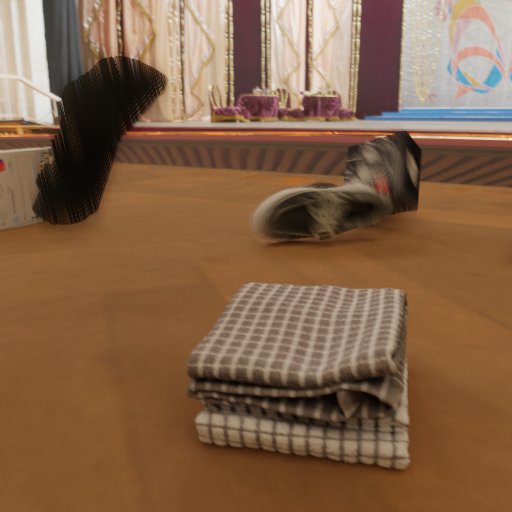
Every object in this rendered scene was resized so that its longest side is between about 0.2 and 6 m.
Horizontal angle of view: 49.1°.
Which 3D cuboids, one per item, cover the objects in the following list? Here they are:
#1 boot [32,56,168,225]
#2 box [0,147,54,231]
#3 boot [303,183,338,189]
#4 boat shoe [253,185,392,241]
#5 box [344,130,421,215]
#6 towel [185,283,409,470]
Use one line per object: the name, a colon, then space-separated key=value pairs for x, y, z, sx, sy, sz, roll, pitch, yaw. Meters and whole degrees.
boot: x=-1.774 y=-1.303 z=6.319 sx=0.713 sy=1.570 sz=1.868 roll=29 pitch=34 yaw=-3
box: x=-4.477 y=-1.393 z=11.182 sx=0.388 sy=1.470 sz=1.886 roll=6 pitch=17 yaw=29
boot: x=1.999 y=-1.427 z=12.749 sx=2.060 sy=0.713 sz=1.794 roll=-6 pitch=17 yaw=-11
boat shoe: x=1.177 y=-0.688 z=9.552 sx=2.427 sy=0.896 sz=0.829 roll=-7 pitch=17 yaw=-21
box: x=2.471 y=-1.549 z=11.039 sx=1.293 sy=1.420 sz=0.739 roll=-11 pitch=-31 yaw=39
towel: x=0.435 y=0.764 z=4.502 sx=1.567 sy=0.810 sz=1.893 roll=3 pitch=16 yaw=14
